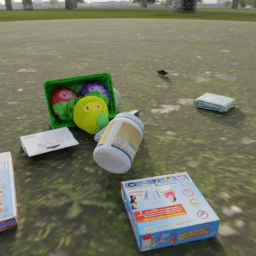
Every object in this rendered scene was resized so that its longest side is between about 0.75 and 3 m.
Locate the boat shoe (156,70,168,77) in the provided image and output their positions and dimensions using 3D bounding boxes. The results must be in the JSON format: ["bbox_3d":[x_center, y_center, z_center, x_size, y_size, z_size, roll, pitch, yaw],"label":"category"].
[{"bbox_3d":[2.082,-3.370,17.011,0.396,0.331,1.063,-14,29,-21],"label":"boat shoe"}]

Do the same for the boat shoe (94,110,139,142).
[{"bbox_3d":[-0.287,-0.056,10.021,0.726,0.834,2.264,19,39,24],"label":"boat shoe"}]

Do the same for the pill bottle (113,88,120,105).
[{"bbox_3d":[-1.048,-1.580,12.911,0.883,0.883,1.586,-12,28,-22],"label":"pill bottle"}]

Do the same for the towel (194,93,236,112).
[{"bbox_3d":[3.933,-1.154,12.665,1.528,0.368,1.308,20,30,34],"label":"towel"}]

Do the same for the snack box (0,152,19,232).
[{"bbox_3d":[-3.536,1.570,7.302,1.065,0.360,2.964,-11,29,-20],"label":"snack box"}]

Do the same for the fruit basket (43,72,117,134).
[{"bbox_3d":[-1.661,-0.920,10.649,2.963,2.137,2.963,-8,11,2],"label":"fruit basket"}]

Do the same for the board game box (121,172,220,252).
[{"bbox_3d":[0.892,1.857,6.592,1.793,0.501,1.756,-6,28,-12],"label":"board game box"}]

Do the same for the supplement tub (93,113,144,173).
[{"bbox_3d":[-0.222,0.410,8.082,1.102,1.102,1.523,11,51,20],"label":"supplement tub"}]

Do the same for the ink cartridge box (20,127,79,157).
[{"bbox_3d":[-2.607,0.540,9.339,1.636,0.356,1.420,-14,31,-25],"label":"ink cartridge box"}]
